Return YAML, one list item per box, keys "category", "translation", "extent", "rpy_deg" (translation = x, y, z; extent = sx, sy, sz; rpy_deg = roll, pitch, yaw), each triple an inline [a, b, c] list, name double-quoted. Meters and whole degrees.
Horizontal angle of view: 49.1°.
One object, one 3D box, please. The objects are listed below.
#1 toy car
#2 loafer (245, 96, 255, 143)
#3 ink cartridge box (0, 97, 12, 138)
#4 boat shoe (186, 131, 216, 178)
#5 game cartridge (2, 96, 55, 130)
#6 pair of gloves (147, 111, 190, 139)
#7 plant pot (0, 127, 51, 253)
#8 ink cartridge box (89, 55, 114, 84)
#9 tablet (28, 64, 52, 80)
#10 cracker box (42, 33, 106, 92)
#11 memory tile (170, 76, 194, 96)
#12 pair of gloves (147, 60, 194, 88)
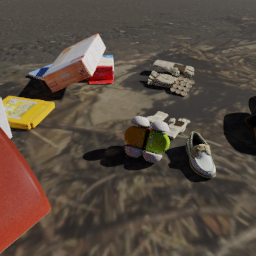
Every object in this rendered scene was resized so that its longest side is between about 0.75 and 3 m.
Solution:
- category: "toy car"
  translation: [0.537, 0.302, 7.255]
  extent: [1.188, 1.040, 0.891]
  rpy_deg: [14, -1, 22]
- category: "loafer"
  translation: [3.856, -0.303, 8.180]
  extent: [0.831, 0.836, 2.297]
  rpy_deg: [-2, 31, 6]
- category: "ink cartridge box"
  translation: [-4.333, -0.507, 7.611]
  extent: [1.963, 1.723, 0.823]
  rpy_deg: [15, 35, 23]
- category: "boat shoe"
  translation: [1.778, 0.631, 6.976]
  extent: [0.537, 0.492, 1.437]
  rpy_deg: [-6, 33, -9]
- category: "game cartridge"
  translation: [-3.483, -0.530, 8.999]
  extent: [1.729, 0.281, 1.525]
  rpy_deg: [7, 33, 13]
- category: "pair of gloves"
  translation: [1.124, -0.155, 8.469]
  extent: [1.242, 0.218, 1.056]
  rpy_deg: [24, 40, 34]
- category: "plant pot"
  translation: [-3.258, 0.913, 4.968]
  extent: [2.486, 2.191, 2.484]
  rpy_deg: [20, 37, 29]
- category: "ink cartridge box"
  translation: [-1.115, -2.464, 11.712]
  extent: [1.033, 0.598, 1.778]
  rpy_deg: [-3, 33, -2]
- category: "tablet"
  translation: [-3.059, -2.530, 12.241]
  extent: [1.418, 0.149, 2.179]
  rpy_deg: [19, 36, 26]
- category: "cracker box"
  translation: [-2.022, -2.607, 11.002]
  extent: [1.780, 0.767, 2.658]
  rpy_deg: [-17, 32, 22]
- category: "memory tile"
  translation: [2.033, -1.570, 10.502]
  extent: [0.669, 0.073, 0.872]
  rpy_deg: [24, 62, 24]
- category: "pair of gloves"
  translation: [1.787, -2.166, 11.496]
  extent: [1.741, 0.359, 2.047]
  rpy_deg: [12, 39, 10]
